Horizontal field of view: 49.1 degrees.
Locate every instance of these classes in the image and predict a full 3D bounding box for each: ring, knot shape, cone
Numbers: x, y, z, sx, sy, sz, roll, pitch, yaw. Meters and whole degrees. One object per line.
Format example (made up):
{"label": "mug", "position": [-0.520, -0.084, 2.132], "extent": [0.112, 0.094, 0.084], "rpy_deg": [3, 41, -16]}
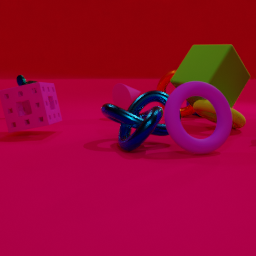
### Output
{"label": "ring", "position": [1.289, -0.196, 5.086], "extent": [1.341, 1.341, 0.268], "rpy_deg": [-3, -7, -16]}
{"label": "knot shape", "position": [0.156, -0.211, 5.691], "extent": [1.536, 0.758, 1.641], "rpy_deg": [11, 32, 34]}
{"label": "cone", "position": [0.107, -1.110, 9.294], "extent": [0.914, 0.910, 0.910], "rpy_deg": [-21, 22, -39]}
{"label": "ring", "position": [1.703, -1.134, 9.248], "extent": [1.614, 1.614, 0.323], "rpy_deg": [5, 22, 26]}
{"label": "ring", "position": [2.347, -0.351, 7.253], "extent": [1.375, 0.275, 1.375], "rpy_deg": [25, -3, 1]}

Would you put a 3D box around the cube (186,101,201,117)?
{"label": "cube", "position": [2.845, -1.066, 9.911], "extent": [1.161, 1.161, 1.161], "rpy_deg": [-5, 12, -16]}

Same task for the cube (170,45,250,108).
{"label": "cube", "position": [2.278, -1.362, 7.772], "extent": [1.327, 1.327, 1.327], "rpy_deg": [40, -11, -36]}

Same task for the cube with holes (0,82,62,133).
{"label": "cube with holes", "position": [-2.262, -0.500, 6.633], "extent": [0.959, 0.959, 0.959], "rpy_deg": [-11, 6, 5]}

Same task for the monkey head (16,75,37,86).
{"label": "monkey head", "position": [-3.159, -0.935, 9.261], "extent": [1.196, 1.662, 1.002], "rpy_deg": [-41, -19, 14]}
